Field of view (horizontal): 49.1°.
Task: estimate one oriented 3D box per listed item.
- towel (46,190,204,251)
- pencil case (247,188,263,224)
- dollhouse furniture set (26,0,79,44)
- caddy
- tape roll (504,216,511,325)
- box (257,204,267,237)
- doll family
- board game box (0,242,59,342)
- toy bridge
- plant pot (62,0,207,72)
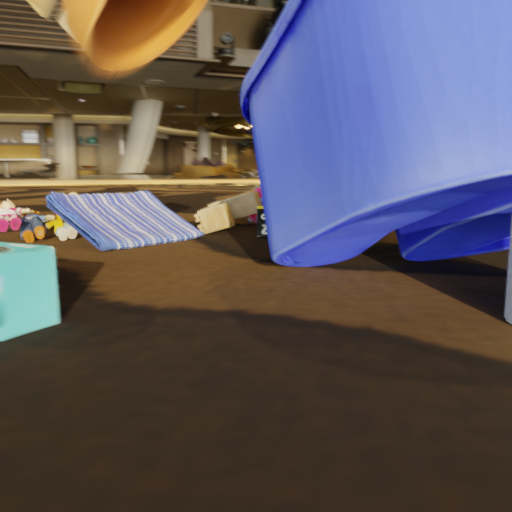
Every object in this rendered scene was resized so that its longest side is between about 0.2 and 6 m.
[{"bbox_3d":[-2.247,-0.689,9.779,1.689,0.278,2.333,36,27,28],"label":"towel"},{"bbox_3d":[0.669,-1.203,13.384,1.992,0.880,0.880,-10,14,-40],"label":"pencil case"},{"bbox_3d":[-2.973,-3.711,7.797,1.256,1.320,1.076,-45,-4,33],"label":"dollhouse furniture set"},{"bbox_3d":[1.953,-1.576,5.786,3.781,2.807,5.348,-1,-9,-17],"label":"caddy"},{"bbox_3d":[2.813,0.103,4.548,1.433,0.984,1.433,-1,9,0],"label":"tape roll"},{"bbox_3d":[1.438,-0.777,11.207,2.143,0.662,2.684,5,10,19],"label":"box"},{"bbox_3d":[-3.884,-0.625,10.236,1.819,0.820,1.129,-10,28,-19],"label":"doll family"},{"bbox_3d":[-3.296,0.367,3.786,2.261,0.703,2.995,4,10,24],"label":"board game box"},{"bbox_3d":[-0.509,-1.096,12.670,1.270,0.514,3.777,-15,10,22],"label":"toy bridge"},{"bbox_3d":[-1.104,-2.311,4.607,1.275,0.892,1.275,-38,-4,-3],"label":"plant pot"}]
